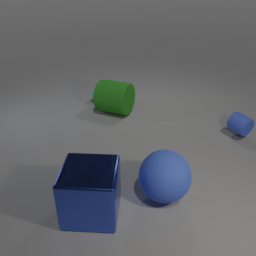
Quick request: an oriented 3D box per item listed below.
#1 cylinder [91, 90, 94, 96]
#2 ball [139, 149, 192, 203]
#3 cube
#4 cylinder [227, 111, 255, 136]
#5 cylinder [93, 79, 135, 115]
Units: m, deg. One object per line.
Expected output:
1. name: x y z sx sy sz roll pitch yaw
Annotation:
1. cylinder: -1.290 -1.704 13.421 0.700 0.700 0.700 38 9 -7
2. ball: 0.982 1.272 7.436 1.400 1.400 1.400 0 29 0
3. cube: -0.943 1.597 7.063 1.400 1.400 1.400 2 29 3
4. cylinder: 4.200 -0.161 10.456 0.700 0.700 0.700 -18 39 -29
5. cylinder: -0.582 -1.354 12.248 1.400 1.400 1.400 12 31 22
